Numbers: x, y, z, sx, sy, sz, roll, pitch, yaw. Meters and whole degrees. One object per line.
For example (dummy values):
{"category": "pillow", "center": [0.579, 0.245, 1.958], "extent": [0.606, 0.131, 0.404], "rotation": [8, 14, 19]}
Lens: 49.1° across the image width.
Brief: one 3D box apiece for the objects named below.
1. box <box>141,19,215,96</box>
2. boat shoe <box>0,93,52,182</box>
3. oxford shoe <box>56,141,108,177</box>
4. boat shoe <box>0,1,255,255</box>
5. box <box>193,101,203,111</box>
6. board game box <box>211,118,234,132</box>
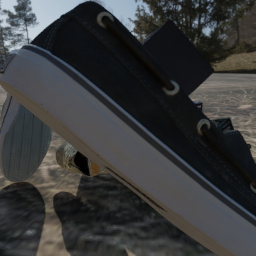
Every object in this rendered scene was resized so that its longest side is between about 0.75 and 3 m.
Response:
{"category": "box", "center": [0.193, -0.783, 5.534], "extent": [2.239, 1.166, 2.039], "rotation": [-44, 11, 7]}
{"category": "boat shoe", "center": [-1.469, -0.185, 4.094], "extent": [0.689, 1.874, 0.626], "rotation": [15, -2, -36]}
{"category": "oxford shoe", "center": [-0.654, 0.383, 3.540], "extent": [0.356, 0.464, 1.234], "rotation": [-15, 9, -39]}
{"category": "boat shoe", "center": [0.421, 0.240, 1.740], "extent": [2.444, 0.692, 0.839], "rotation": [40, -14, -14]}
{"category": "box", "center": [1.184, -0.649, 8.971], "extent": [1.462, 0.461, 1.854], "rotation": [-9, 16, -33]}
{"category": "board game box", "center": [0.465, 0.252, 3.744], "extent": [1.054, 0.219, 1.559], "rotation": [-31, 12, -35]}
